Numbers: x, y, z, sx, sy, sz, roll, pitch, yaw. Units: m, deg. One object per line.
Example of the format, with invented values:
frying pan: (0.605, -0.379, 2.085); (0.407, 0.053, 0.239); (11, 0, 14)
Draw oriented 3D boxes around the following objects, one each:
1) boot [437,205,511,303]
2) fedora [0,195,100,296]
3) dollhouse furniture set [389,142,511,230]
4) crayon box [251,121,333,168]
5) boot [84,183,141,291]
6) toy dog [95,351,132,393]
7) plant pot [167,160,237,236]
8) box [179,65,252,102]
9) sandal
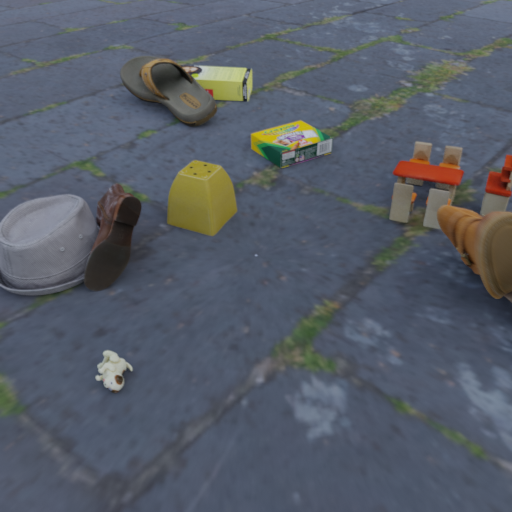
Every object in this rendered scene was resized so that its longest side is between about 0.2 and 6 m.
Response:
boot: (3.351, -0.271, 8.169); (2.572, 0.986, 1.997); (31, 21, -39)
fedora: (-3.376, -0.339, 9.251); (1.956, 0.998, 2.211); (25, 43, 29)
dollhouse furniture set: (3.714, -1.495, 10.625); (2.140, 1.114, 2.163); (13, 36, 20)
crayon box: (0.803, -2.576, 12.795); (1.433, 0.418, 1.236); (-21, 41, -26)
boot: (-2.543, -0.382, 9.513); (0.585, 1.697, 1.821); (27, 0, -29)
toy dog: (-1.857, 1.556, 7.293); (0.468, 0.337, 0.483); (26, 24, -28)
plant pot: (-1.014, -1.144, 10.324); (1.009, 1.039, 1.016); (16, 40, 20)
box: (-1.415, -4.838, 15.655); (2.534, 0.635, 0.954); (4, 43, 5)
sandal: (-2.348, -4.452, 14.462); (1.365, 0.912, 3.341); (-42, 59, -9)
